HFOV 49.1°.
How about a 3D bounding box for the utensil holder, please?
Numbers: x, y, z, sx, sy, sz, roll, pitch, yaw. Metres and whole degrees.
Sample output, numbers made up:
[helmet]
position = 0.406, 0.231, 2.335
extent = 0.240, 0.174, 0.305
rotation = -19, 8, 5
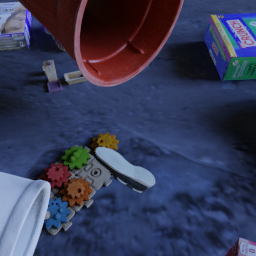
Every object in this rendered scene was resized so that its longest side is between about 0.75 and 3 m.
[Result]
[utensil holder]
position = -2.547, 1.446, 4.342
extent = 2.137, 1.816, 1.816
rotation = 16, 51, -1

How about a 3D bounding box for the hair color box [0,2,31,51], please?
[hair color box]
position = -4.028, -3.549, 9.668
extent = 1.170, 0.694, 2.140
rotation = -8, 52, -7

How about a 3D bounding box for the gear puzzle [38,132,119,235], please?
[gear puzzle]
position = -1.071, 0.949, 6.078
extent = 1.341, 0.339, 2.589
rotation = 31, 56, 24

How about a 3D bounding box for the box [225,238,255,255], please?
[box]
position = 1.784, 3.178, 3.491
extent = 1.460, 1.399, 2.930
rotation = 15, 51, 12

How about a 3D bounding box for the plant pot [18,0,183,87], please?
[plant pot]
position = -0.826, -2.881, 5.894
extent = 2.958, 2.958, 2.877
rotation = -37, 62, -27

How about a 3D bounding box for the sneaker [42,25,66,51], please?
[sneaker]
position = -2.206, -3.376, 9.484
extent = 0.903, 0.821, 2.042
rotation = -21, 51, -26

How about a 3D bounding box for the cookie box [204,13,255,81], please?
[cookie box]
position = 3.955, -2.547, 8.599
extent = 2.622, 0.985, 2.243
rotation = -4, 51, -2

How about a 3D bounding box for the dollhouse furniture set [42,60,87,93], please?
[dollhouse furniture set]
position = -1.812, -1.788, 8.031
extent = 1.259, 0.894, 0.998
rotation = -15, 51, -12

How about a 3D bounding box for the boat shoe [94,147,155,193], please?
[boat shoe]
position = -0.086, 0.614, 3.899
extent = 0.967, 0.292, 0.366
rotation = 34, 29, -10
